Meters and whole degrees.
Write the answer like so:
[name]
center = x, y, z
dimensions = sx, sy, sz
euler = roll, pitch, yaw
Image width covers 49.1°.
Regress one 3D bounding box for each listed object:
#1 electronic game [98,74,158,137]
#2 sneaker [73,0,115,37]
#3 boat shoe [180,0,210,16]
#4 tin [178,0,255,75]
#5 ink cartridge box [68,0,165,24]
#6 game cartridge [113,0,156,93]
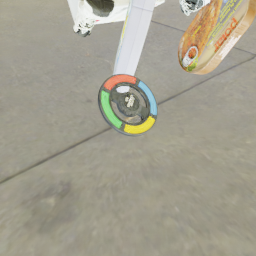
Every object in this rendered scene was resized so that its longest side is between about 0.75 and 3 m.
[electronic game]
center = 0.023, -0.401, 4.732
dimensions = 1.130, 0.235, 1.130
euler = 10, 68, -26
[sneaker]
center = -0.824, -2.544, 6.535
dimensions = 0.697, 1.062, 1.846
euler = 3, 34, -21
[boat shoe]
center = 1.358, -2.757, 6.034
dimensions = 0.491, 0.531, 1.438
euler = -34, 13, 11
[tin]
center = 2.496, -2.790, 8.095
dimensions = 0.582, 2.781, 1.557
euler = 8, 45, -31
[ink cartridge box]
center = -0.507, -5.121, 10.113
dimensions = 2.874, 2.078, 2.088
euler = -26, 14, -40
[game cartridge]
center = 0.127, -2.303, 6.672
dimensions = 0.551, 2.725, 1.817
euler = 10, 40, -10
